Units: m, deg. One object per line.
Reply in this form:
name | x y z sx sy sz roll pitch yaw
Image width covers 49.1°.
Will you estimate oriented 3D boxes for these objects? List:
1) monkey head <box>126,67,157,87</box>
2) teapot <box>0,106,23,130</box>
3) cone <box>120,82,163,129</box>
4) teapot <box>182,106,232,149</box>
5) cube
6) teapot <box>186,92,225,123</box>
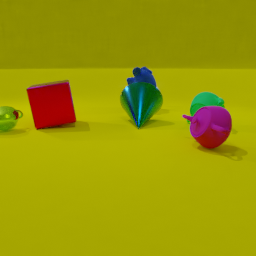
monkey head | 0.533 -1.877 12.060 1.387 1.928 1.162 -8 36 22
teapot | -3.763 -0.233 8.465 0.850 0.669 1.367 22 33 28
cone | 0.399 -0.476 9.289 1.520 1.520 1.526 1 41 6
teapot | 1.899 -0.081 6.780 0.832 1.057 1.700 20 6 -19
cube | -2.465 -0.819 9.208 1.293 1.293 1.293 -11 15 -10
teapot | 2.504 -0.570 8.941 0.891 1.132 1.820 -37 0 -34
